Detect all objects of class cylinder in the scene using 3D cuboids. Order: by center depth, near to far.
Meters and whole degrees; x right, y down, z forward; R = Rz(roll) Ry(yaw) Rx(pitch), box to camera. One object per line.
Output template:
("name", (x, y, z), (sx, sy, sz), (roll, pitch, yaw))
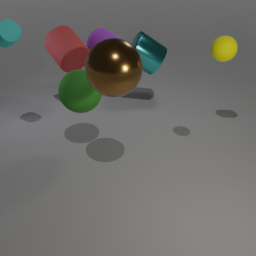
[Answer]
("cylinder", (-3.756, -2.907, 8.646), (0.700, 0.700, 0.700), (-2, 20, 47))
("cylinder", (-2.531, -3.277, 11.709), (1.400, 1.400, 1.400), (-23, 64, -35))
("cylinder", (0.782, -3.320, 12.464), (1.400, 1.400, 1.400), (27, 24, -18))
("cylinder", (-0.991, -3.734, 13.067), (1.400, 1.400, 1.400), (-21, 47, -32))

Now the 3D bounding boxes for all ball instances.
("ball", (-0.340, -1.447, 6.791), (1.400, 1.400, 1.400), (0, 30, 0))
("ball", (2.662, -2.196, 7.770), (0.700, 0.700, 0.700), (0, 30, 0))
("ball", (-1.547, -1.188, 9.116), (1.400, 1.400, 1.400), (0, 30, 0))
